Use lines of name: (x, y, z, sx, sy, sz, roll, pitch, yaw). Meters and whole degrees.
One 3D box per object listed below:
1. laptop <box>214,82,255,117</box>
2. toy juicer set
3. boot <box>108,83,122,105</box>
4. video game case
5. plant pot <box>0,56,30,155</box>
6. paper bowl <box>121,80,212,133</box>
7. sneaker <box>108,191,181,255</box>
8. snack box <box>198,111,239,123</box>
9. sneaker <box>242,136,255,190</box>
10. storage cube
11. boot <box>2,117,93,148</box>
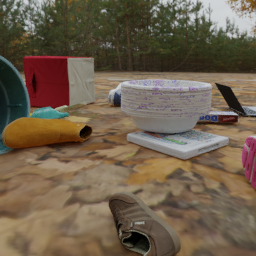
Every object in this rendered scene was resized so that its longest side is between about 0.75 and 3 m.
laptop: (5.279, -1.329, 12.661, 2.238, 1.297, 2.095, 0, 15, 0)
toy juicer set: (-3.018, -0.280, 9.932, 2.810, 0.765, 1.788, -15, 3, -32)
boot: (-0.046, -1.749, 15.311, 1.305, 1.051, 2.889, 11, 23, 11)
video game case: (1.418, 0.327, 8.158, 1.998, 0.260, 2.195, -12, 18, -39)
plant pot: (-4.549, -0.542, 7.551, 2.563, 2.617, 2.617, -4, 12, 18)
paper bowl: (1.162, -0.717, 8.787, 2.777, 1.444, 2.777, 0, 13, 0)
sneaker: (0.039, 1.299, 3.811, 0.543, 0.506, 1.437, -14, 19, -34)
snack box: (2.752, -0.467, 10.982, 2.825, 0.344, 1.016, 2, 9, 9)
sneaker: (3.035, 0.833, 4.854, 1.127, 0.950, 2.576, -2, 18, -13)
storage cube: (-3.467, -2.467, 14.660, 2.649, 2.519, 2.947, 7, 16, 23)
boot: (-2.123, 0.113, 7.881, 1.646, 0.809, 2.299, 4, 10, 22)
